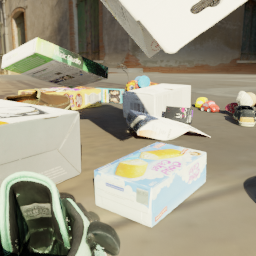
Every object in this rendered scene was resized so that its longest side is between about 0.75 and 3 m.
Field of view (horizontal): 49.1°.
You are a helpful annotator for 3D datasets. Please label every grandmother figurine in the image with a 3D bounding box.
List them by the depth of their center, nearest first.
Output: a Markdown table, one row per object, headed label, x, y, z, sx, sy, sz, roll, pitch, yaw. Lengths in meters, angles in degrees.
| label | x | y | z | sx | sy | sz | roll | pitch | yaw |
| --- | --- | --- | --- | --- | --- | --- | --- | --- | --- |
| grandmother figurine | 4.640 | -0.816 | 9.321 | 2.300 | 0.696 | 1.395 | 8 | 2 | -13 |

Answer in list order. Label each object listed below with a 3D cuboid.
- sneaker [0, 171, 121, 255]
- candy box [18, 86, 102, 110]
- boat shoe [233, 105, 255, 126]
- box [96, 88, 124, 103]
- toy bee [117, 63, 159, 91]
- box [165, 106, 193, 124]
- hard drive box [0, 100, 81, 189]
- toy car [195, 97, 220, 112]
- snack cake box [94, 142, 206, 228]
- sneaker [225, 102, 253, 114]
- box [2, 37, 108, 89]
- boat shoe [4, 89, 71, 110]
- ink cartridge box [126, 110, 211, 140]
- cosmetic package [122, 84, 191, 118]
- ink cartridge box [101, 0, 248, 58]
| label | x | y | z | sx | sy | sz | roll | pitch | yaw |
| --- | --- | --- | --- | --- | --- | --- | --- | --- | --- |
| sneaker | -0.491 | 0.769 | 1.987 | 0.765 | 1.226 | 2.078 | -5 | 13 | -13 |
| candy box | -2.659 | -1.179 | 11.230 | 2.834 | 0.800 | 1.653 | -15 | 21 | -42 |
| boat shoe | 3.652 | -0.457 | 8.720 | 0.645 | 0.538 | 1.730 | 2 | 12 | 18 |
| box | -0.907 | -1.499 | 12.945 | 1.517 | 0.624 | 0.373 | 7 | 15 | 28 |
| toy bee | 0.452 | -1.971 | 14.044 | 2.631 | 1.430 | 1.722 | 24 | 2 | 5 |
| box | 1.523 | -0.390 | 8.409 | 0.757 | 0.463 | 0.402 | 6 | -1 | 25 |
| hard drive box | -2.539 | 0.246 | 4.479 | 2.861 | 1.099 | 2.230 | 10 | 16 | 36 |
| toy car | 2.575 | -0.950 | 11.080 | 1.689 | 0.400 | 1.795 | 0 | 13 | 0 |
| snack cake box | 0.378 | 0.679 | 3.901 | 0.888 | 0.519 | 1.544 | 8 | 16 | 36 |
| sneaker | 3.919 | -0.670 | 10.007 | 1.064 | 0.429 | 0.397 | 3 | -4 | -21 |
| box | -1.535 | -1.314 | 6.079 | 1.333 | 0.335 | 1.846 | -6 | -10 | 40 |
| boat shoe | -2.894 | -0.838 | 9.164 | 2.333 | 0.863 | 0.862 | -18 | 53 | -38 |
| ink cartridge box | 0.978 | 0.024 | 7.362 | 1.853 | 0.465 | 1.503 | 16 | 9 | -14 |
| cosmetic package | 1.079 | -0.967 | 9.802 | 1.302 | 0.948 | 2.561 | 10 | 21 | 35 |
| ink cartridge box | 0.371 | -1.990 | 3.541 | 1.473 | 2.558 | 0.868 | -35 | -20 | 1 |
